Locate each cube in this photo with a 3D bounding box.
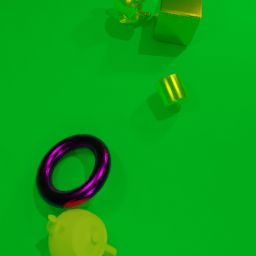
[{"bbox_3d":[1.424,-3.321,8.188,1.163,1.163,1.163,9,66,-3],"label":"cube"}]

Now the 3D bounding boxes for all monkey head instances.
[{"bbox_3d":[0.165,-3.696,8.429,1.164,0.975,1.618,-22,33,-33],"label":"monkey head"}]

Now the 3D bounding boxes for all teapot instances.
[{"bbox_3d":[-1.025,2.308,5.908,2.051,1.004,1.275,41,45,-30],"label":"teapot"}]

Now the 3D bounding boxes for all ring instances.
[{"bbox_3d":[-1.310,0.967,6.675,1.942,0.388,1.942,-12,50,15],"label":"ring"}]

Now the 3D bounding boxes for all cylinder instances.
[{"bbox_3d":[1.190,-0.977,7.523,0.724,0.724,0.724,-19,79,-7],"label":"cylinder"}]
